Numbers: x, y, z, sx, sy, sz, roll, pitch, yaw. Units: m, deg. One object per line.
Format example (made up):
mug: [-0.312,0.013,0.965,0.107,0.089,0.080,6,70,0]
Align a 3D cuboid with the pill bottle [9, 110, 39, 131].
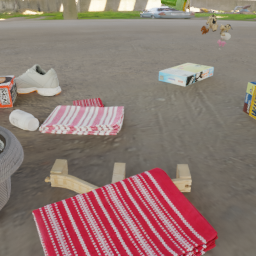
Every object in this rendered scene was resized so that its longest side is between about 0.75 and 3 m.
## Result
pill bottle: [-3.040,-0.211,8.247,0.868,0.496,0.496,19,31,34]

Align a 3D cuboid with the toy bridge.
toy bridge: [-0.201,1.100,5.631,2.943,0.401,0.989,2,27,1]

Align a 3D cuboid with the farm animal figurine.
farm animal figurine: [3.051,-3.342,9.460,1.006,0.506,0.812,34,71,7]

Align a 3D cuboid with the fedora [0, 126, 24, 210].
fedora: [-3.311,0.945,4.858,2.996,1.353,2.650,-3,26,-9]

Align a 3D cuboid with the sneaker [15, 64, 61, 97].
sneaker: [-3.868,-2.003,11.223,2.505,1.152,0.948,6,26,12]

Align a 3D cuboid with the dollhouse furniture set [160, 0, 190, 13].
dollhouse furniture set: [1.829,-4.857,10.993,1.142,0.883,2.286,17,3,12]

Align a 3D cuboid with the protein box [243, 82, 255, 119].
protein box: [4.826,-0.787,8.787,1.557,1.058,1.568,-7,27,-14]

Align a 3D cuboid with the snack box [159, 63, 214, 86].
snack box: [2.768,-2.561,13.163,1.453,0.464,2.501,22,33,38]

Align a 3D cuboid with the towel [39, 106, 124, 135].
towel: [-1.338,-0.332,8.675,2.369,0.354,1.733,1,25,3]

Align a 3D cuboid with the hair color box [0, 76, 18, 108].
hair color box: [-5.525,-1.228,9.939,2.814,0.862,1.428,-5,25,-12]

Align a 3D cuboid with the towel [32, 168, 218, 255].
towel: [-0.050,1.542,4.418,2.478,0.279,1.792,-14,41,-25]

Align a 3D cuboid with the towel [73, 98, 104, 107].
towel: [-1.424,-0.849,10.024,1.039,0.117,0.751,-8,29,-12]
